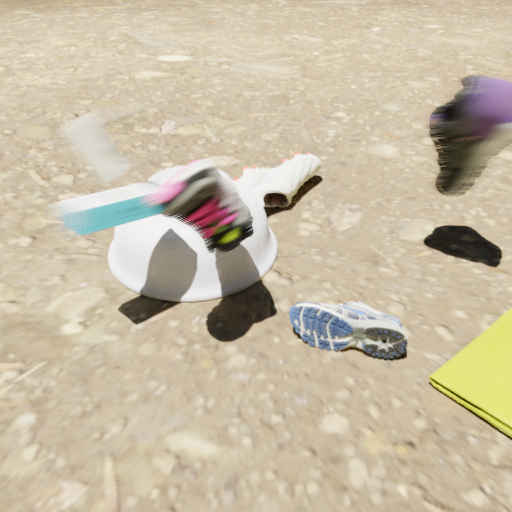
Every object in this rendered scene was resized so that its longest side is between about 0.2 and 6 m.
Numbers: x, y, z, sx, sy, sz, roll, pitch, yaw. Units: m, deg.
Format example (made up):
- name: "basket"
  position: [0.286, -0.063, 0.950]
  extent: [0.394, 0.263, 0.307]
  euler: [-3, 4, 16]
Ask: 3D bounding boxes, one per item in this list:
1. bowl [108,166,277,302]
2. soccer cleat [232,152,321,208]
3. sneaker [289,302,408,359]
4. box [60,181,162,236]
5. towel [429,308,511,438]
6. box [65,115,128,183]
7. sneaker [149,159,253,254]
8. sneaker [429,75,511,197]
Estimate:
- name: "bowl"
  position: [-1.322, -0.769, 11.375]
  extent: [3.562, 1.601, 3.562]
  euler: [-1, 34, 0]
- name: "soccer cleat"
  position: [0.660, -1.721, 13.476]
  extent: [2.883, 0.999, 1.118]
  euler: [-22, 72, -42]
- name: "sneaker"
  position: [1.541, 1.153, 9.459]
  extent: [1.980, 0.763, 0.843]
  euler: [15, 26, 8]
- name: "box"
  position: [-2.148, -0.774, 8.767]
  extent: [1.609, 0.396, 0.662]
  euler: [-20, 30, -37]
- name: "towel"
  position: [4.696, 1.521, 9.181]
  extent: [4.004, 0.362, 1.723]
  euler: [-26, 39, -33]
- name: "box"
  position: [-3.025, -2.039, 10.707]
  extent: [0.421, 1.231, 0.506]
  euler: [-32, 20, 15]
- name: "sneaker"
  position: [-0.634, -0.628, 8.272]
  extent: [0.956, 1.134, 2.592]
  euler: [-36, -9, 10]
- name: "sneaker"
  position: [3.669, -2.195, 10.123]
  extent: [1.301, 2.972, 1.125]
  euler: [21, 66, 3]
